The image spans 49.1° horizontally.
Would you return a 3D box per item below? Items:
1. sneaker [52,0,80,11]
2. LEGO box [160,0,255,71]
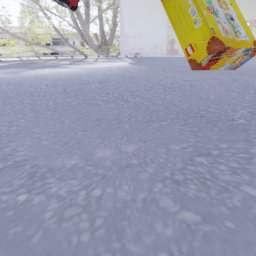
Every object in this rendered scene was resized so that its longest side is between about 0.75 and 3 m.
[{"bbox_3d":[-1.912,-3.579,7.283,0.824,0.684,1.724,18,0,10],"label":"sneaker"},{"bbox_3d":[2.180,-2.891,7.584,1.886,2.532,0.977,-8,-19,-34],"label":"LEGO box"}]
